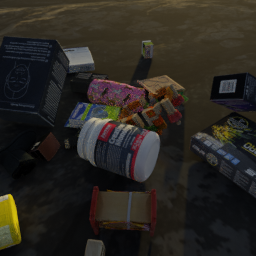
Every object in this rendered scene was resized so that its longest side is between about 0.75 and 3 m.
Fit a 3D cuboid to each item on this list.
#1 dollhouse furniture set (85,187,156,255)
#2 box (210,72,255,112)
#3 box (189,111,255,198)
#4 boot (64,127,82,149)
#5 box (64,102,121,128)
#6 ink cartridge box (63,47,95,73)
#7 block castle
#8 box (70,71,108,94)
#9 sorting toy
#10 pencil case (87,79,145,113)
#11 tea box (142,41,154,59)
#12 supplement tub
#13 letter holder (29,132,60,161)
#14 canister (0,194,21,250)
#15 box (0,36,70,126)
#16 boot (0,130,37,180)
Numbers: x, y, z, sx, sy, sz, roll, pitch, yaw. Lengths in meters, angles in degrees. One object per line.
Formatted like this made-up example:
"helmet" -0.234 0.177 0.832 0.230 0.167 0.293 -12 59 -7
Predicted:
"dollhouse furniture set" -0.178 2.879 6.418 1.568 1.185 2.914 3 56 3
"box" 3.962 -1.190 9.791 1.777 0.927 1.315 14 -6 -36
"box" 3.907 0.785 9.127 2.394 0.729 2.970 -27 46 -26
"boot" -1.928 0.343 9.995 0.744 0.356 0.985 -14 40 -13
"box" -1.366 -0.443 10.895 1.992 0.475 1.215 7 38 7
"ink cartridge box" -3.030 -3.593 14.866 2.244 0.456 2.248 -9 39 -11
"block castle" 0.780 -0.429 9.657 2.266 1.063 1.514 -23 25 28
"box" -1.752 -2.052 12.824 1.488 0.587 1.050 9 36 11
"sorting toy" 1.643 -1.706 12.581 1.725 0.343 2.333 -12 36 -22
"pencil case" -0.446 -1.323 11.547 2.344 1.014 0.970 12 49 14
"tea box" 1.097 -4.378 15.620 0.504 0.755 0.743 -7 39 -8
"supplement tub" -0.266 0.612 8.668 2.217 1.556 1.556 16 41 20
"letter holder" -2.799 0.692 9.540 0.453 0.641 0.901 -19 28 30
"canister" -3.742 2.520 6.873 1.915 0.829 1.422 -14 41 -19
"box" -3.721 -1.739 10.573 2.166 1.563 2.919 8 74 9
"boot" -3.349 0.852 9.104 1.381 0.628 1.644 25 51 33
